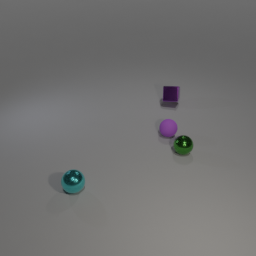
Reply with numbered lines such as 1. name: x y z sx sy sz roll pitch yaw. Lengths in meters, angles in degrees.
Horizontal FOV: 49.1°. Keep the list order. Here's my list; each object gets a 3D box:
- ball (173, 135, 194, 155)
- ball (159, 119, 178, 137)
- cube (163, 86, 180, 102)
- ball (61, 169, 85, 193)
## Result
1. ball: 1.959 0.602 9.909 0.700 0.700 0.700 0 31 0
2. ball: 1.571 -0.005 10.876 0.700 0.700 0.700 0 31 0
3. cube: 2.046 -1.606 13.137 0.700 0.700 0.700 4 9 17
4. ball: -1.613 1.568 8.248 0.700 0.700 0.700 0 31 0
